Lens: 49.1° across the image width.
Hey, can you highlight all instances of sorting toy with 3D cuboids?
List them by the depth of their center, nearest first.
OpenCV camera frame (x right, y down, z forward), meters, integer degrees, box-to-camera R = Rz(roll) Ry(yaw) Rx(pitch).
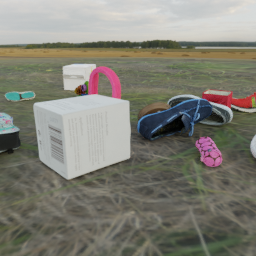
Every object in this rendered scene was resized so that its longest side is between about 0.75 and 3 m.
[{"bbox_3d":[-2.587,-2.084,15.626,0.591,0.866,1.441,-11,-2,-30],"label":"sorting toy"}]

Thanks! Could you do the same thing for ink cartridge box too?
[{"bbox_3d":[-3.180,-3.331,18.357,1.549,1.509,2.409,4,18,12],"label":"ink cartridge box"}]

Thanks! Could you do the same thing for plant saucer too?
[{"bbox_3d":[0.973,-0.447,10.061,1.264,1.264,0.186,-4,54,-13],"label":"plant saucer"}]

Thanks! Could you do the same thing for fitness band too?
[{"bbox_3d":[-0.711,-1.037,8.340,0.304,1.627,1.169,-27,48,-37],"label":"fitness band"}]

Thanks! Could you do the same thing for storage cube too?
[{"bbox_3d":[3.713,-0.973,11.773,1.042,1.095,1.218,10,21,28],"label":"storage cube"}]

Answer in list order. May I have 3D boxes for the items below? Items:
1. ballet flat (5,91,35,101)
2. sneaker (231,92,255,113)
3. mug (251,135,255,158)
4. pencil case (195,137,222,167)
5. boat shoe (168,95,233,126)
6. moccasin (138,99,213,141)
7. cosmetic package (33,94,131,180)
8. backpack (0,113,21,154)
[{"bbox_3d":[-5.793,-1.658,15.089,1.527,0.548,0.548,-5,18,-23],"label":"ballet flat"},{"bbox_3d":[5.809,-1.282,12.730,2.546,1.081,0.980,8,20,24],"label":"sneaker"},{"bbox_3d":[4.636,0.061,7.646,2.717,2.006,2.382,-36,24,-7],"label":"mug"},{"bbox_3d":[2.212,0.628,7.816,0.553,0.536,1.181,-12,14,7],"label":"pencil case"},{"bbox_3d":[2.726,-0.729,11.177,2.725,0.982,0.966,13,20,32],"label":"boat shoe"},{"bbox_3d":[1.738,-0.127,9.541,2.817,1.134,0.961,-22,40,-12],"label":"moccasin"},{"bbox_3d":[-1.192,0.095,7.522,2.004,1.652,1.653,-14,21,-38],"label":"cosmetic package"},{"bbox_3d":[-4.083,0.141,8.442,1.341,1.138,1.511,-12,16,-35],"label":"backpack"}]
